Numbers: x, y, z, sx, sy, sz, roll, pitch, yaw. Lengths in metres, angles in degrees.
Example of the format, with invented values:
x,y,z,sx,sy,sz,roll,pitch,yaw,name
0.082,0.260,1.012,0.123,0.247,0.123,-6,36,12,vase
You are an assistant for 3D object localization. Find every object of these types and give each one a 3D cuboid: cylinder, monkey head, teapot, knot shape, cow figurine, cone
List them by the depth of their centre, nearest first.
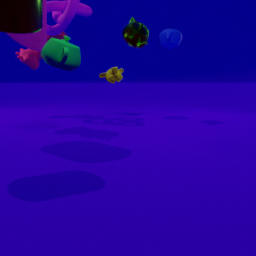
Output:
x,y,z,sx,sy,sz,roll,pitch,yaw,name
-2.383,-2.734,5.692,1.263,1.263,1.263,9,33,-6,cylinder
-1.704,-2.000,7.326,1.025,0.807,1.649,14,18,-23,teapot
-2.511,-2.971,7.612,1.245,1.250,1.245,31,25,-17,cone
1.394,-2.914,9.246,0.745,0.587,1.198,6,-1,16,teapot
-2.068,-4.046,9.632,2.064,0.954,1.931,-20,18,33,knot shape
0.347,-3.441,10.252,1.031,1.658,0.812,1,-34,-31,teapot
-3.241,-3.020,10.536,1.679,1.707,0.937,2,35,-35,cow figurine
-0.604,-2.220,11.348,1.085,0.780,0.654,-17,45,-16,monkey head
